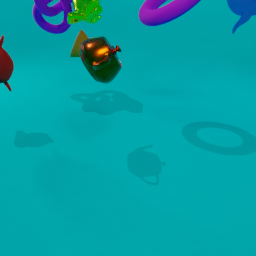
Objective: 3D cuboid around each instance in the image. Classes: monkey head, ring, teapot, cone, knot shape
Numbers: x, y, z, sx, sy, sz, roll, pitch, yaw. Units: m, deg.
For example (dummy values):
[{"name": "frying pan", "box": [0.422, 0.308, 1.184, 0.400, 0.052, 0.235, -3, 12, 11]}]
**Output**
[{"name": "monkey head", "box": [-1.406, -3.727, 8.504, 1.241, 1.725, 1.040, -25, 79, -18]}, {"name": "ring", "box": [1.060, -3.085, 6.697, 1.809, 0.362, 1.809, -25, 36, 20]}, {"name": "teapot", "box": [-0.507, -1.505, 5.963, 0.794, 1.008, 1.621, -30, 21, 11]}, {"name": "monkey head", "box": [-3.334, -1.613, 7.033, 0.849, 1.410, 1.014, -9, 30, -23]}, {"name": "teapot", "box": [3.161, -3.507, 7.569, 1.171, 1.884, 0.922, 13, -7, -26]}, {"name": "cone", "box": [-1.181, -2.406, 8.628, 0.904, 0.900, 0.900, 24, 28, -10]}, {"name": "knot shape", "box": [-2.359, -4.051, 8.809, 0.902, 1.953, 1.828, 45, 10, 23]}]
